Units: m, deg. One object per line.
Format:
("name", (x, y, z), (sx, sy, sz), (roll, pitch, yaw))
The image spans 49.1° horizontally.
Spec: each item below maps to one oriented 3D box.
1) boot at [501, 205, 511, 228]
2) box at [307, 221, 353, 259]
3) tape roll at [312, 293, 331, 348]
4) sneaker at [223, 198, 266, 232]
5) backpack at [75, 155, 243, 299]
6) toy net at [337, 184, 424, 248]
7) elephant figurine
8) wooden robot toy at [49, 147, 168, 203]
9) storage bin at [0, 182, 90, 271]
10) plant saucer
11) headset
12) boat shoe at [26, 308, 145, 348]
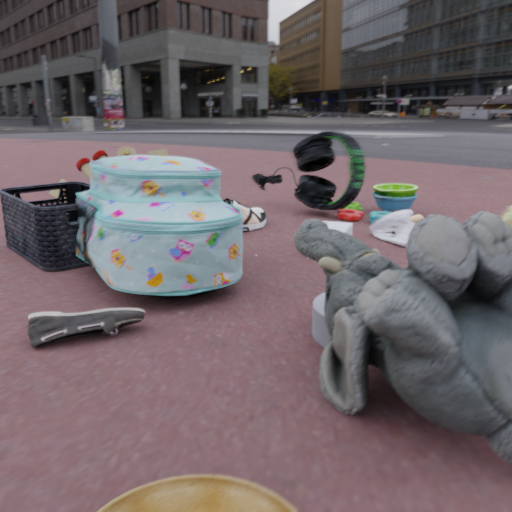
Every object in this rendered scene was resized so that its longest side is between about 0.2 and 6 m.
("boot", (6.047, -0.540, 12.171), (1.345, 0.627, 1.739), (17, 36, 30))
("box", (1.554, -0.325, 11.735), (0.718, 0.563, 1.155), (6, 18, 20))
("tape roll", (1.492, 0.895, 7.752), (1.434, 0.474, 1.434), (-1, 17, 0))
("sneaker", (-0.419, -1.007, 13.622), (0.777, 0.843, 2.107), (8, 17, 31))
("backpack", (-1.594, -0.527, 9.556), (2.635, 2.298, 2.997), (-3, 25, -28))
("toy net", (3.192, -1.124, 14.030), (2.163, 0.796, 4.124), (2, 17, 4))
("elephant figurine", (1.518, 0.723, 6.127), (2.118, 2.322, 2.993), (31, -20, -16))
("wooden robot toy", (-4.004, -1.956, 15.551), (3.366, 1.527, 1.483), (-30, 70, -23))
("storage bin", (-4.046, -0.713, 11.815), (1.862, 1.291, 2.754), (-13, 21, -38))
("plant saucer", (-0.439, 2.154, 3.760), (1.738, 0.308, 1.738), (0, 16, 0))
("headset", (1.407, -2.253, 15.267), (1.571, 2.064, 3.343), (-3, 3, -36))
("boat shoe", (-2.313, 0.991, 7.700), (1.559, 0.444, 0.521), (-2, -17, -19))
